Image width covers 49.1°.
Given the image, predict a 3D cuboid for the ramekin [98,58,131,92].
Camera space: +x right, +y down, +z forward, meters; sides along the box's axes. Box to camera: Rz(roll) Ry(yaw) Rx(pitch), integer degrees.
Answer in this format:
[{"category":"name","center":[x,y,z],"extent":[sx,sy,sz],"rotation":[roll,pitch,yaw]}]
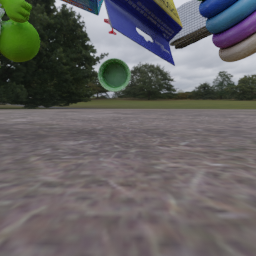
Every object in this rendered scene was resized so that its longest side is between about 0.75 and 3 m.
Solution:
[{"category":"ramekin","center":[-0.582,-2.379,12.595],"extent":[1.462,1.462,0.714],"rotation":[0,10,4]}]

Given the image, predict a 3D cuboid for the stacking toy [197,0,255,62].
[{"category":"stacking toy","center":[1.329,-2.371,4.414],"extent":[1.113,2.607,1.113],"rotation":[-37,15,12]}]

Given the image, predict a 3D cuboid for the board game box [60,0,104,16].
[{"category":"board game box","center":[-1.496,-3.401,6.299],"extent":[1.933,0.572,2.542],"rotation":[19,8,-9]}]

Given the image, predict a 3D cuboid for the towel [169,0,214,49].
[{"category":"towel","center":[2.312,-3.828,10.140],"extent":[0.756,1.463,1.766],"rotation":[17,-22,-41]}]

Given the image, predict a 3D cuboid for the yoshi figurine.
[{"category":"yoshi figurine","center":[-2.088,-2.156,4.750],"extent":[1.357,2.423,1.362],"rotation":[8,16,14]}]

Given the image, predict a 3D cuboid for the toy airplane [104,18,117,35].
[{"category":"toy airplane","center":[-0.637,-4.257,11.704],"extent":[0.890,0.890,0.164],"rotation":[-3,-8,-35]}]

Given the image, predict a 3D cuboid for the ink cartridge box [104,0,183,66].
[{"category":"ink cartridge box","center":[0.209,-2.456,4.874],"extent":[0.544,2.317,2.290],"rotation":[-26,-15,28]}]
